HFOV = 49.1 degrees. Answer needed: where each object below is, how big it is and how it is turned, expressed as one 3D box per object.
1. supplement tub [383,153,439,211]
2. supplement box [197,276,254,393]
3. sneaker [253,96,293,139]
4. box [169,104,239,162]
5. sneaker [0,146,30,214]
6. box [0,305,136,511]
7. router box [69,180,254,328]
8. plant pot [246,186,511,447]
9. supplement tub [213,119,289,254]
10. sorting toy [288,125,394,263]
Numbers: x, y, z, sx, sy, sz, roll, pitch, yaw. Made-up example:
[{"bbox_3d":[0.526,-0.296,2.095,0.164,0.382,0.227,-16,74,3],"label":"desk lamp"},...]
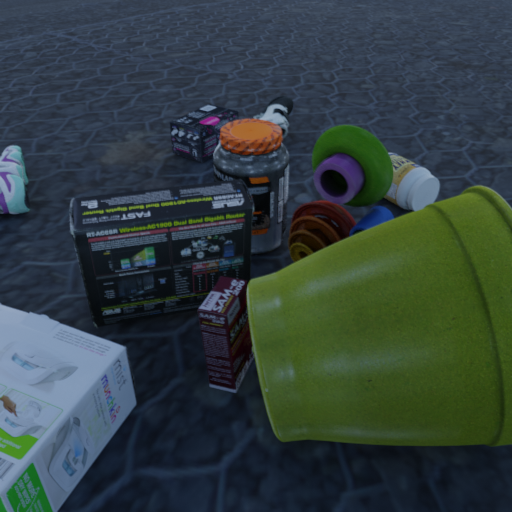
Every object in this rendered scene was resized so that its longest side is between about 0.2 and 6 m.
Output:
[{"bbox_3d":[3.529,-1.750,13.444,1.062,1.062,1.471,-22,40,-27],"label":"supplement tub"},{"bbox_3d":[-0.438,1.238,8.766,0.495,1.627,0.885,8,37,19],"label":"supplement box"},{"bbox_3d":[0.593,-3.848,16.528,1.137,0.952,2.570,22,50,27],"label":"sneaker"},{"bbox_3d":[-1.444,-3.509,15.934,1.155,1.003,1.749,21,40,29],"label":"box"},{"bbox_3d":[-6.556,-1.834,13.581,1.837,1.021,2.626,-11,37,-16],"label":"sneaker"},{"bbox_3d":[-3.604,2.088,7.801,2.860,1.383,2.523,13,38,18],"label":"box"},{"bbox_3d":[-1.534,-0.039,9.601,2.905,2.177,0.902,-8,42,-13],"label":"router box"},{"bbox_3d":[1.730,1.136,7.853,3.425,3.557,3.557,-12,36,4],"label":"plant pot"},{"bbox_3d":[-0.104,-1.438,11.725,1.559,2.545,1.559,0,35,0],"label":"supplement tub"},{"bbox_3d":[1.435,-0.714,10.334,1.894,3.153,1.294,31,49,19],"label":"sorting toy"}]
